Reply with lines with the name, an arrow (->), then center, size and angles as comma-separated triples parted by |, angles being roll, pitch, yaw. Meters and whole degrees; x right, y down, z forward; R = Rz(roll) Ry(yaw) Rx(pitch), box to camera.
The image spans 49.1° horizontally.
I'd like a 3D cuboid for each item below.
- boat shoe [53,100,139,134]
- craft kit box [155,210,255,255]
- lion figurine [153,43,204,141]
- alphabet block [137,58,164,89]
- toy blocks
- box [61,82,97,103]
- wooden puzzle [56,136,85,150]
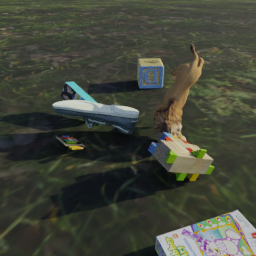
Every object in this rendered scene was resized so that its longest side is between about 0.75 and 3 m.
boat shoe -> -0.913, -0.280, 7.837 | 2.397, 0.740, 0.873 | 7, 21, -4
craft kit box -> 1.549, 2.214, 4.358 | 1.704, 0.419, 1.726 | -14, 33, -17
lion figurine -> 1.362, -0.905, 7.503 | 1.001, 2.763, 1.692 | 14, 16, 6
alphabet block -> 0.881, -2.189, 11.193 | 0.953, 0.948, 0.971 | 0, 30, -3
toy blocks -> 1.097, 0.528, 6.300 | 1.588, 0.794, 1.086 | 10, 24, -38
box -> -1.510, -0.848, 8.774 | 1.383, 0.569, 0.340 | 41, 32, 25
wooden puzzle -> -1.519, 0.353, 7.431 | 0.670, 0.116, 0.993 | 7, 13, -47
